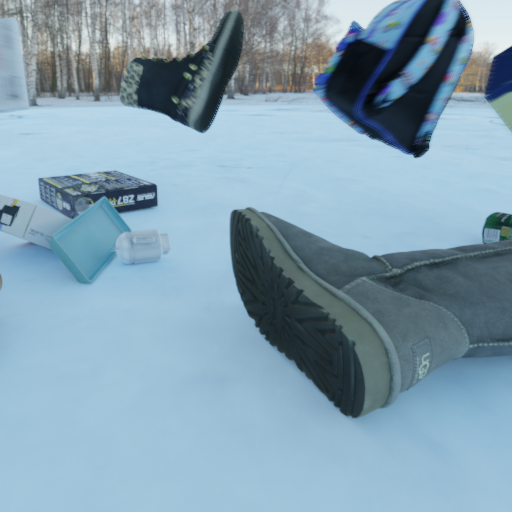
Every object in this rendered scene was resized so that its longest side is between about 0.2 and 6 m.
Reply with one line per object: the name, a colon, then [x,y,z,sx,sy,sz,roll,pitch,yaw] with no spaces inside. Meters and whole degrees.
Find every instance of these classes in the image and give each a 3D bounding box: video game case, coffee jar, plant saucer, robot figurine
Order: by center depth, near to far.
video game case: [-3.684,-2.454,7.349,1.195,1.312,0.155,-10,-11,-7]
robot figurine: [-1.806,-0.142,8.787,0.898,0.507,0.761,-7,-19,-22]
plant saucer: [-2.583,-0.291,8.941,0.232,0.856,2.448,-33,14,12]
coffee jar: [4.531,-0.355,9.343,1.314,0.561,0.685,16,25,39]

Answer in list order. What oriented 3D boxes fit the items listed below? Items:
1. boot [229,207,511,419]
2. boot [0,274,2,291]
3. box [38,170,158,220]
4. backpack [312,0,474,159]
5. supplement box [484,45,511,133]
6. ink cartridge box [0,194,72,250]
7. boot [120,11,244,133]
boot: [1.970,0.189,6.415,3.878,1.407,3.526,-15,37,-22]
boot: [-4.291,0.741,5.677,2.864,1.098,2.224,5,22,-7]
box: [-3.568,-1.429,12.523,1.920,0.585,2.382,-11,22,-35]
backpack: [2.803,-3.707,10.890,2.532,2.773,1.866,20,14,-45]
supplement box: [3.368,-1.924,6.613,0.719,1.070,1.071,-28,25,46]
ink cartridge box: [-3.632,-0.511,9.151,1.401,0.580,1.021,15,-9,37]
boot: [-1.286,-3.399,9.831,1.711,2.265,0.818,18,-8,15]
